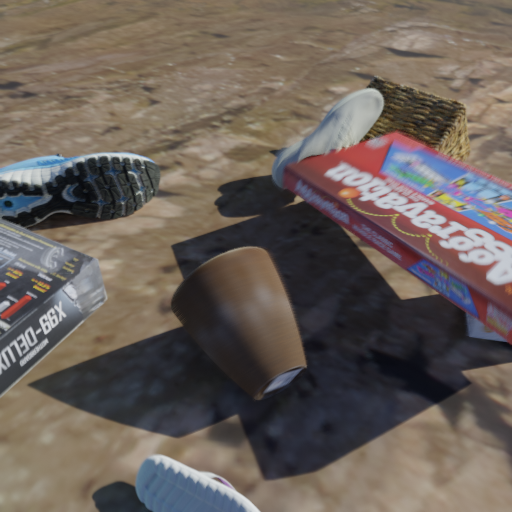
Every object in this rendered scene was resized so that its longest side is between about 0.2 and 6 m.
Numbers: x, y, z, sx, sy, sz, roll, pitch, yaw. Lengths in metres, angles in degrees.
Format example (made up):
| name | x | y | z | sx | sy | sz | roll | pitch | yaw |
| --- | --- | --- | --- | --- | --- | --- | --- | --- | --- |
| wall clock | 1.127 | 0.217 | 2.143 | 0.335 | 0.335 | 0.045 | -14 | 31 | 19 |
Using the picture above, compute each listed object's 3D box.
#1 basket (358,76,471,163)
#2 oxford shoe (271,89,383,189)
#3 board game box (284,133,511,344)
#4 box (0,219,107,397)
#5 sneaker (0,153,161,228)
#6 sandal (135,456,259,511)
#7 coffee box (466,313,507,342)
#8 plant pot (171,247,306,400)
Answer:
| name | x | y | z | sx | sy | sz | roll | pitch | yaw |
| --- | --- | --- | --- | --- | --- | --- | --- | --- | --- |
| basket | 3.169 | -2.436 | 11.966 | 2.319 | 1.727 | 1.655 | 30 | 81 | 31 |
| oxford shoe | 1.521 | -2.176 | 10.786 | 2.748 | 1.033 | 0.794 | -40 | 38 | -12 |
| board game box | 2.732 | -0.620 | 8.231 | 2.498 | 0.472 | 4.852 | -21 | 38 | -23 |
| box | -4.545 | 0.578 | 8.149 | 3.635 | 0.905 | 2.867 | 19 | 43 | 22 |
| sneaker | -3.454 | -1.503 | 10.436 | 3.293 | 1.291 | 1.481 | -7 | 37 | -9 |
| sandal | -0.459 | 2.681 | 5.919 | 1.920 | 0.781 | 0.472 | 27 | 6 | 29 |
| coffee box | 3.712 | 0.455 | 8.044 | 1.165 | 1.154 | 1.167 | 7 | 34 | 10 |
| plant pot | -0.078 | 0.981 | 7.324 | 1.517 | 1.517 | 1.624 | -21 | 60 | -24 |
